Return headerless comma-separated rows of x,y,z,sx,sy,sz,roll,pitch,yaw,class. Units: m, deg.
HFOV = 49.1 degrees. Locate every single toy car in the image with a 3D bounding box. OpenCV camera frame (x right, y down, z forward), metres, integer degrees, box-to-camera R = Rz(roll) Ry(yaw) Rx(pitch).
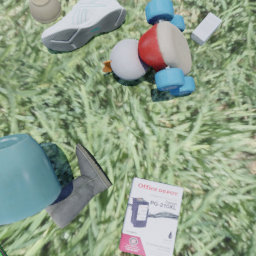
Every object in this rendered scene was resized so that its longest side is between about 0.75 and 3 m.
0.465,-2.111,8.577,2.585,2.286,2.382,-10,85,26,toy car

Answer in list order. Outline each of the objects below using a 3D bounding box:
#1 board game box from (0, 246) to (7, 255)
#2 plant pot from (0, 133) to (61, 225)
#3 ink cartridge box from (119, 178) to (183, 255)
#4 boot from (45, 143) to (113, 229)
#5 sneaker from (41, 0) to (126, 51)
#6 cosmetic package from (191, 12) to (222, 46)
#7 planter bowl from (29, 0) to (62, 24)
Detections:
-4.159,4.147,7.768,1.792,0.261,1.206,-39,81,-8,board game box
-2.580,0.982,6.242,1.821,1.821,1.461,-14,107,-3,plant pot
0.645,2.482,7.846,1.423,0.829,1.966,12,78,3,ink cartridge box
-1.658,1.647,8.188,1.948,0.707,1.771,-36,78,-1,boot
-1.545,-3.478,9.198,2.888,1.016,1.157,-28,71,-12,sneaker
2.616,-3.308,9.392,0.504,0.354,0.994,41,80,8,cosmetic package
-2.840,-4.195,9.407,1.079,0.726,1.079,0,77,-1,planter bowl
